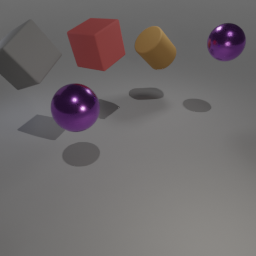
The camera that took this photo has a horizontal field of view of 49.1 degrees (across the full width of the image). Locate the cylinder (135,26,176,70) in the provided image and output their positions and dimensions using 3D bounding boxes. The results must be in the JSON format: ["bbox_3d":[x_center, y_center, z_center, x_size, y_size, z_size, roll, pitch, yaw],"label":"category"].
[{"bbox_3d":[1.240,-3.551,12.538,1.400,1.400,1.400,35,2,44],"label":"cylinder"}]

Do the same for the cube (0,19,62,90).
[{"bbox_3d":[-3.258,-2.240,8.787,1.400,1.400,1.400,-4,49,42],"label":"cube"}]

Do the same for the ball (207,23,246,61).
[{"bbox_3d":[3.733,-3.251,10.657,1.400,1.400,1.400,0,31,0],"label":"ball"}]

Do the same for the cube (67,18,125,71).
[{"bbox_3d":[-1.142,-3.131,10.423,1.400,1.400,1.400,17,47,32],"label":"cube"}]

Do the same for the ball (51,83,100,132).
[{"bbox_3d":[-1.508,-0.581,8.074,1.400,1.400,1.400,0,31,0],"label":"ball"}]
